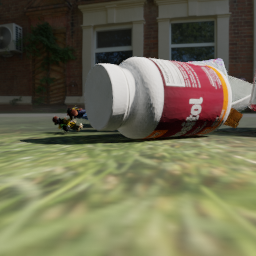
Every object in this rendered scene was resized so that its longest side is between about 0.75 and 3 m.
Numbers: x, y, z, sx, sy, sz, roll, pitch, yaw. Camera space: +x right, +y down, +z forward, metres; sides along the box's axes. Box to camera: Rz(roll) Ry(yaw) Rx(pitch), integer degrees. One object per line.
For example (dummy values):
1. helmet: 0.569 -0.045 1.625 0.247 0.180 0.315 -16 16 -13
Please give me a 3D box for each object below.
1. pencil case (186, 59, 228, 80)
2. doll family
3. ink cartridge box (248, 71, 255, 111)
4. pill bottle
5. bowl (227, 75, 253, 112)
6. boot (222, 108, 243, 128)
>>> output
1. pencil case: 1.038 -0.899 6.466 2.428 1.101 1.009 -9 24 5
2. doll family: -1.159 -0.200 5.891 1.111 0.436 0.642 -33 -32 29
3. ink cartridge box: 4.166 -0.707 6.175 2.032 1.168 2.800 11 3 38
4. pill bottle: 0.531 -0.500 4.875 2.383 1.346 1.346 -3 4 -32
5. bowl: 3.202 -1.125 10.659 2.638 0.986 2.642 -22 34 -25
6. boot: 2.350 -0.135 6.826 0.589 0.822 0.289 33 34 5
